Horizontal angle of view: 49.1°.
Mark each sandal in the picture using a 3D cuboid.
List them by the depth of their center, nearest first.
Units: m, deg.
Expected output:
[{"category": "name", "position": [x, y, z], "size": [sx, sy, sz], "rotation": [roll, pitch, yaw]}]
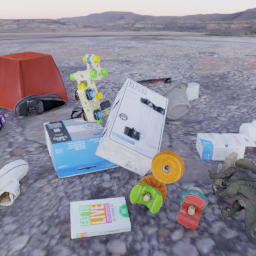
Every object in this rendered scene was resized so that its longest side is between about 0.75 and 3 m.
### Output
[{"category": "sandal", "position": [-1.535, -0.646, 10.405], "size": [2.432, 0.521, 0.925], "rotation": [-21, 3, 42]}]

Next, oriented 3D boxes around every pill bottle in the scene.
[{"category": "pill bottle", "position": [4.662, 0.150, 9.356], "size": [1.671, 0.925, 0.925], "rotation": [-3, 24, -8]}]

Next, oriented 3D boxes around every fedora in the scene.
[{"category": "fedora", "position": [1.961, -0.972, 11.541], "size": [2.012, 1.779, 0.908], "rotation": [1, 46, -53]}]

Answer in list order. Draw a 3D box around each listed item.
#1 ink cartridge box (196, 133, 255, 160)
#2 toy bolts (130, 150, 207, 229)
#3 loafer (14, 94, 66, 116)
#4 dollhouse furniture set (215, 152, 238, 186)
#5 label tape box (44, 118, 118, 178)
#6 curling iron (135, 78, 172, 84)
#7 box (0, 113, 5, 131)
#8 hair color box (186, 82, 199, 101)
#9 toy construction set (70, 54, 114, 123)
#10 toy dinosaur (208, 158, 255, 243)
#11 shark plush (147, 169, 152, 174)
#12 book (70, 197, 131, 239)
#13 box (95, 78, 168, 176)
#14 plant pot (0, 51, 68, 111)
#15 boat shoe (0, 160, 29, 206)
[{"category": "ink cartridge box", "position": [3.045, 0.590, 8.837], "size": [1.594, 0.532, 0.923], "rotation": [1, 24, 2]}, {"category": "toy bolts", "position": [1.094, 1.302, 6.374], "size": [1.616, 1.543, 1.121], "rotation": [26, 14, 13]}, {"category": "loafer", "position": [-3.756, -1.016, 12.224], "size": [0.749, 0.854, 2.377], "rotation": [20, 27, 30]}, {"category": "dollhouse furniture set", "position": [3.172, 1.214, 7.251], "size": [1.162, 0.665, 1.363], "rotation": [-22, 32, -40]}, {"category": "label tape box", "position": [-1.534, 0.482, 8.746], "size": [1.777, 0.820, 2.481], "rotation": [-9, 23, -21]}, {"category": "curling iron", "position": [1.598, -2.882, 17.104], "size": [2.338, 0.299, 0.580], "rotation": [-3, 24, -6]}, {"category": "box", "position": [-5.609, 0.202, 9.823], "size": [1.913, 0.483, 2.676], "rotation": [-4, 23, -8]}, {"category": "hair color box", "position": [2.836, -1.723, 13.837], "size": [1.575, 0.780, 0.477], "rotation": [-19, 30, -36]}, {"category": "toy construction set", "position": [-0.986, -1.101, 9.060], "size": [1.102, 2.391, 1.568], "rotation": [-17, 26, 30]}, {"category": "toy dinosaur", "position": [2.629, 1.399, 6.415], "size": [1.280, 0.963, 2.502], "rotation": [-16, 19, 9]}, {"category": "shark plush", "position": [0.611, 0.973, 8.226], "size": [0.452, 0.493, 1.086], "rotation": [-29, 27, 10]}, {"category": "book", "position": [-0.613, 1.941, 6.076], "size": [1.227, 0.295, 0.820], "rotation": [-4, 33, -10]}, {"category": "box", "position": [0.202, -0.117, 7.985], "size": [1.510, 0.779, 2.590], "rotation": [27, 45, -9]}, {"category": "plant pot", "position": [-4.723, -2.328, 13.347], "size": [2.603, 2.296, 2.606], "rotation": [17, 28, 33]}, {"category": "boat shoe", "position": [-2.985, 1.521, 6.654], "size": [0.761, 0.772, 2.179], "rotation": [33, 26, 6]}]
